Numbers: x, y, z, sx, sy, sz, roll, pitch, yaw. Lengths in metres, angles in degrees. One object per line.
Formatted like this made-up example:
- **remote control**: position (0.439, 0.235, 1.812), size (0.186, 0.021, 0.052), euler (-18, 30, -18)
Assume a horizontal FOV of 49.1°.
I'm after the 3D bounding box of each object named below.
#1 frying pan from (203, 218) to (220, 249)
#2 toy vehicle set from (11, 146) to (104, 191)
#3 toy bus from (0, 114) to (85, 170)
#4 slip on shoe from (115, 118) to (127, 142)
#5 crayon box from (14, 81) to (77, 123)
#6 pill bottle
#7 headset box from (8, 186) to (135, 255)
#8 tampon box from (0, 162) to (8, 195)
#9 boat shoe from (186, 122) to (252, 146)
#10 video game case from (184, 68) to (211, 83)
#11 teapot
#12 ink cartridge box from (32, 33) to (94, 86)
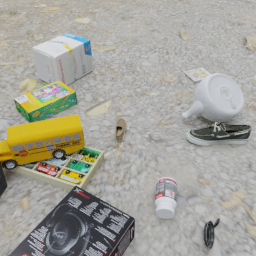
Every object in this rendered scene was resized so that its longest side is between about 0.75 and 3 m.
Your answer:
- **frying pan**: position (2.126, 2.551, 7.196), size (0.180, 0.670, 1.107), euler (-7, 30, 32)
- **toy vehicle set**: position (-2.282, 1.071, 9.128), size (2.604, 0.345, 1.618), euler (14, 42, 16)
- **toy bus**: position (-2.793, 0.418, 8.775), size (2.759, 1.080, 0.898), euler (-11, 42, -13)
- **slip on shoe**: position (-0.288, 0.004, 10.255), size (0.405, 0.323, 1.065), euler (-6, 49, 18)
- **crayon box**: position (-3.323, -1.091, 11.439), size (2.142, 0.624, 1.273), euler (-30, 49, -31)
- **pill bottle**: position (1.071, 1.961, 7.884), size (0.607, 0.607, 1.048), euler (6, 41, 7)
- **headset box**: position (-1.272, 2.855, 6.545), size (1.888, 0.980, 2.538), euler (22, 46, 23)
- **tampon box**: position (-4.914, 1.499, 7.662), size (2.290, 1.445, 1.716), euler (7, 35, 9)
- **boat shoe**: position (3.211, 0.122, 9.953), size (2.232, 0.711, 0.789), euler (-1, 40, -1)
- **video game case**: position (3.420, -2.572, 13.568), size (1.083, 0.124, 0.985), euler (-15, 43, -17)
- **teapot**: position (3.347, -1.030, 10.828), size (2.007, 1.466, 1.981), euler (23, 62, -11)
- **ink cartridge box**: position (-2.999, -3.201, 13.138), size (1.606, 1.634, 2.220), euler (26, 47, 27)
